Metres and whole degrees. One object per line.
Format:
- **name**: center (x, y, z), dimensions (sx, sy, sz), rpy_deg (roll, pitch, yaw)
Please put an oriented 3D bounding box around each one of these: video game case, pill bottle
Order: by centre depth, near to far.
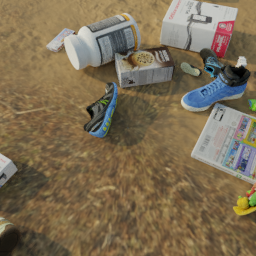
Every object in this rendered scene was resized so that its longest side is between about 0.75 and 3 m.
- **video game case**: center (3.224, 0.399, 8.316), dimensions (2.030, 0.246, 2.230), rpy_deg (24, 56, 17)
- **pill bottle**: center (-0.914, -3.096, 10.145), dimensions (2.501, 1.455, 1.455), rpy_deg (-26, 58, -18)

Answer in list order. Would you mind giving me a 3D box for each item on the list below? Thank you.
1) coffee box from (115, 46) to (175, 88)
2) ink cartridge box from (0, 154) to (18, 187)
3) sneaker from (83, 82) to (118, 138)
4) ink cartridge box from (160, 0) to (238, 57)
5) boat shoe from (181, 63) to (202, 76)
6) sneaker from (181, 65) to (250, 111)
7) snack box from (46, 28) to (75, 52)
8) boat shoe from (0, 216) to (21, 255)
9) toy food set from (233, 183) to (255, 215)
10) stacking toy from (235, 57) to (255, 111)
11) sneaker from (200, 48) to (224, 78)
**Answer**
- **coffee box**: center (0.574, -2.163, 9.891), dimensions (1.909, 0.762, 1.079), rpy_deg (-10, 54, -7)
- **ink cartridge box**: center (-3.799, 1.255, 7.497), dimensions (0.927, 0.538, 1.257), rpy_deg (26, 59, 18)
- **sneaker**: center (-0.841, -0.689, 8.804), dimensions (0.871, 0.746, 2.103), rpy_deg (15, 57, 3)
- **ink cartridge box**: center (2.757, -4.016, 11.056), dimensions (2.610, 1.088, 1.896), rpy_deg (16, 55, 12)
- **boat shoe**: center (2.294, -2.125, 10.185), dimensions (0.867, 0.317, 0.272), rpy_deg (36, 29, 33)
- **sneaker**: center (2.830, -1.359, 8.970), dimensions (2.297, 1.278, 0.882), rpy_deg (-14, 55, -10)
- **snack box**: center (-2.690, -3.557, 11.300), dimensions (0.482, 0.163, 1.342), rpy_deg (22, 56, 15)
- **boat shoe**: center (-3.658, 3.063, 6.038), dimensions (1.025, 0.965, 2.692), rpy_deg (22, 47, 31)
- **toy food set**: center (3.158, 1.633, 6.991), dimensions (1.349, 0.794, 0.441), rpy_deg (-28, 82, -19)
- **stacking toy**: center (4.895, -1.542, 9.562), dimensions (1.838, 0.573, 2.438), rpy_deg (0, 54, 0)
- **sneaker**: center (2.980, -2.400, 10.221), dimensions (0.582, 0.520, 1.421), rpy_deg (-20, 56, -14)
